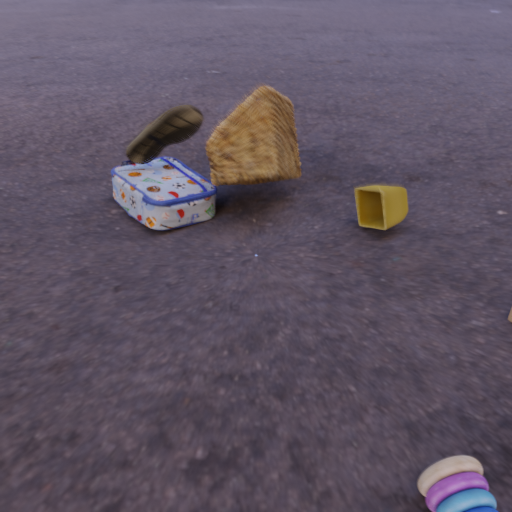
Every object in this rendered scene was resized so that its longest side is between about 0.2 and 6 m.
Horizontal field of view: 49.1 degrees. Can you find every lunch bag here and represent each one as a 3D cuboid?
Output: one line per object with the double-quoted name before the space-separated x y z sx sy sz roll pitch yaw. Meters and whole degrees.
"lunch bag" -2.145 -1.556 13.097 1.989 0.938 2.482 -18 40 -31

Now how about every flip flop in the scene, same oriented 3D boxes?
"flip flop" -2.079 -2.755 12.459 2.005 0.813 0.577 -31 41 25

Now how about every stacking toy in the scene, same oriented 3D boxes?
"stacking toy" 2.546 3.275 6.237 0.814 0.814 1.907 -7 42 -10

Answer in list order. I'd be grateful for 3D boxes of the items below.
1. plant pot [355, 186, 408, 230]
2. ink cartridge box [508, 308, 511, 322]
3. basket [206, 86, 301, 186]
"plant pot" 2.779 -1.125 12.092 0.882 0.862 0.856 -18 18 -27
"ink cartridge box" 5.123 1.169 9.491 1.004 0.458 1.219 -11 37 -18
"basket" -0.152 -2.575 12.561 1.799 1.878 2.521 -5 6 18
